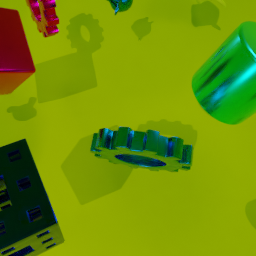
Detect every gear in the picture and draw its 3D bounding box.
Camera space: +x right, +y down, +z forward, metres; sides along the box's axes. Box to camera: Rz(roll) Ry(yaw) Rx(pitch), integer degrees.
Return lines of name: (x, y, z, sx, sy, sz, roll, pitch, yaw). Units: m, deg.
gear: (-2.198, -3.115, 6.977, 0.299, 1.616, 1.616, -25, 72, -22)
gear: (0.242, 0.431, 4.991, 1.773, 1.773, 0.328, 9, 73, 3)

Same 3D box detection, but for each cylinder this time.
cylinder: (1.963, -0.896, 4.783, 1.268, 1.268, 1.268, 14, 54, -21)

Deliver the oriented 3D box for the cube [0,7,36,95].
cube: (-2.954, -1.502, 5.660, 1.380, 1.380, 1.380, -13, 85, -47)

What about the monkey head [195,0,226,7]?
monkey head: (2.034, -3.827, 7.297, 0.974, 1.617, 1.163, -12, 24, 26)

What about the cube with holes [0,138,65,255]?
cube with holes: (-1.865, 1.248, 4.160, 1.348, 1.348, 1.348, -21, 63, -20)

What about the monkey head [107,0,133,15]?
monkey head: (-0.146, -3.379, 7.087, 0.684, 0.817, 1.136, 39, 58, -6)
